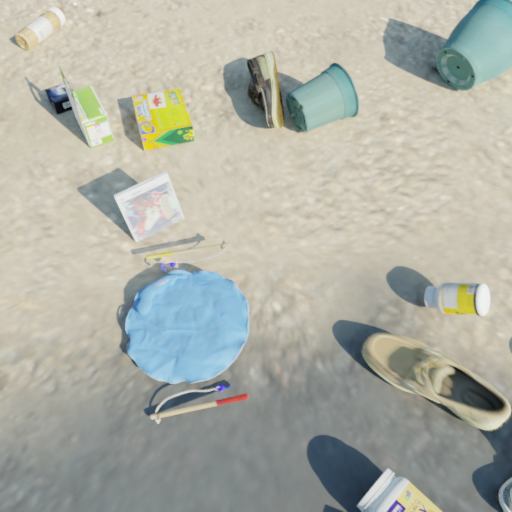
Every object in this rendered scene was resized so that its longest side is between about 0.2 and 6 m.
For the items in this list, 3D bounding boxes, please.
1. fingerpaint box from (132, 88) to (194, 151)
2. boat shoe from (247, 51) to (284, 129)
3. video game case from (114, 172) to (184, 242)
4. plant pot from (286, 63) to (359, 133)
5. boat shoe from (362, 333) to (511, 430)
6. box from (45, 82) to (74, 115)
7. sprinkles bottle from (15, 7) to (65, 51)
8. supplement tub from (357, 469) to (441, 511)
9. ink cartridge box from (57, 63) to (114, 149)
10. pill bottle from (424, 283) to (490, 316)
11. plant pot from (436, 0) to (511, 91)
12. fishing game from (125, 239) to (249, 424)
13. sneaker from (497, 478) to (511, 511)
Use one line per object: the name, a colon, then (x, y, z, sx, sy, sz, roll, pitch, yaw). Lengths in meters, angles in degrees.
fingerpaint box: (-2.276, -3.328, 13.645, 1.239, 0.545, 1.485, -14, 55, -11)
boat shoe: (0.196, -4.105, 14.070, 0.836, 0.944, 2.580, -10, 51, 7)
video game case: (-2.165, -0.985, 11.476, 1.147, 1.258, 0.145, -27, 48, -12)
plant pot: (1.545, -3.721, 13.523, 1.360, 1.388, 1.388, -28, 59, -10)
boat shoe: (2.993, 2.002, 9.438, 2.554, 0.830, 0.921, 30, 75, 22)
box: (-4.918, -4.011, 14.234, 0.645, 0.397, 0.640, -26, 57, -18)
sprinkles bottle: (-6.115, -6.453, 15.896, 0.527, 0.527, 1.544, 23, 58, 16)
supplement tub: (2.198, 3.870, 8.278, 1.216, 0.884, 0.884, 39, 63, 23)
ink cartridge box: (-3.976, -3.571, 13.132, 0.629, 1.660, 1.227, -23, 57, -15)
pill bottle: (3.686, 0.785, 10.313, 1.052, 0.590, 0.590, 0, 46, 41)
plant pot: (5.701, -5.271, 14.364, 1.800, 1.916, 1.916, -42, 63, -9)
fishing game: (-1.273, 1.315, 10.369, 2.385, 0.518, 3.331, -13, 59, 0)
sneaker: (4.808, 3.413, 8.356, 2.122, 1.281, 0.887, -10, 55, -7)
